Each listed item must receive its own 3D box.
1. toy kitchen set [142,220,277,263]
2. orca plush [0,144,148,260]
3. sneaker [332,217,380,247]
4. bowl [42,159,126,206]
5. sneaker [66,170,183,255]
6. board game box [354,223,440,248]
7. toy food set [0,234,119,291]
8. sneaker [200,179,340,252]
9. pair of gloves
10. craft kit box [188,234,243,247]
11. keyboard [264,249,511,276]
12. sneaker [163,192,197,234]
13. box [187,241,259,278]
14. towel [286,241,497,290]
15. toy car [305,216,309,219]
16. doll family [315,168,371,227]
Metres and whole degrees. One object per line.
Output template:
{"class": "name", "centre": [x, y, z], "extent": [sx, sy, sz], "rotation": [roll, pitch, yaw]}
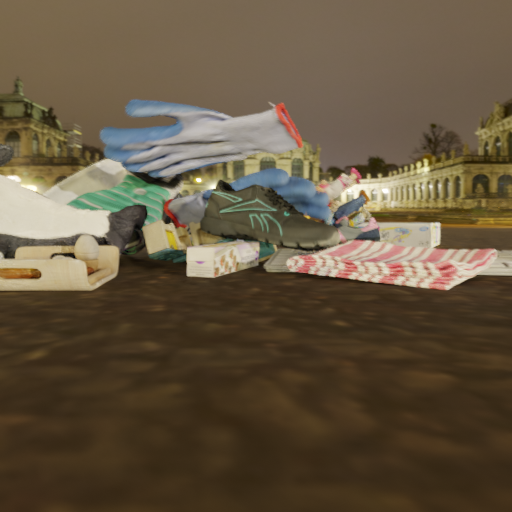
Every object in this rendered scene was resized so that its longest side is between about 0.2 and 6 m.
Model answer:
{"class": "toy kitchen set", "centre": [-0.664, -0.222, 8.535], "extent": [1.634, 0.963, 1.309], "rotation": [-21, -7, 10]}
{"class": "orca plush", "centre": [-3.519, -0.476, 8.139], "extent": [3.877, 2.040, 1.378], "rotation": [-2, -27, -3]}
{"class": "sneaker", "centre": [1.588, -0.420, 11.351], "extent": [1.834, 0.752, 0.643], "rotation": [-1, 6, 16]}
{"class": "bowl", "centre": [-3.541, -0.874, 11.618], "extent": [2.622, 1.178, 2.622], "rotation": [-32, 6, 3]}
{"class": "sneaker", "centre": [-2.342, -0.387, 9.933], "extent": [1.371, 1.612, 3.684], "rotation": [24, 29, 6]}
{"class": "board game box", "centre": [2.936, -0.585, 14.947], "extent": [3.586, 0.614, 2.411], "rotation": [2, 4, 23]}
{"class": "toy food set", "centre": [-2.276, 0.042, 6.078], "extent": [1.259, 0.530, 1.754], "rotation": [0, 4, -3]}
{"class": "sneaker", "centre": [0.167, -0.585, 8.069], "extent": [2.206, 0.874, 0.832], "rotation": [11, -1, 26]}
{"class": "pair of gloves", "centre": [-0.549, -1.239, 8.797], "extent": [3.028, 0.429, 3.766], "rotation": [-5, -25, 19]}
{"class": "craft kit box", "centre": [-0.813, -0.233, 11.338], "extent": [1.862, 0.457, 1.885], "rotation": [3, 4, -1]}
{"class": "keyboard", "centre": [2.766, 0.079, 7.569], "extent": [5.187, 0.277, 1.460], "rotation": [0, 4, 10]}
{"class": "sneaker", "centre": [-1.660, -0.862, 12.657], "extent": [2.264, 1.228, 0.794], "rotation": [2, 45, -55]}
{"class": "box", "centre": [-0.403, 0.019, 7.615], "extent": [0.395, 0.369, 1.907], "rotation": [3, 5, 17]}
{"class": "towel", "centre": [1.594, 0.019, 6.618], "extent": [2.050, 0.307, 1.500], "rotation": [6, 12, 37]}
{"class": "toy car", "centre": [0.135, -0.914, 16.787], "extent": [2.943, 0.979, 1.444], "rotation": [-2, -21, 5]}
{"class": "doll family", "centre": [1.812, -0.822, 12.426], "extent": [1.448, 1.051, 2.333], "rotation": [-32, -23, -3]}
